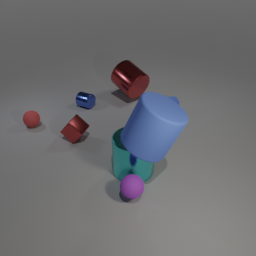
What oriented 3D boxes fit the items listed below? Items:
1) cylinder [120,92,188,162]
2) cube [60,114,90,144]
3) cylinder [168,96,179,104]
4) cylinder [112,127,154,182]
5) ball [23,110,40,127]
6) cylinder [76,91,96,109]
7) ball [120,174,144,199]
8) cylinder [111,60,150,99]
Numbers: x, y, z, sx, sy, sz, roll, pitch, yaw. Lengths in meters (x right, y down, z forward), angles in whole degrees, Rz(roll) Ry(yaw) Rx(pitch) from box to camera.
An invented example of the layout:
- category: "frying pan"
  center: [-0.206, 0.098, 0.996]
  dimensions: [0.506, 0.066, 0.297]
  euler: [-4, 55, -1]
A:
- category: "cylinder"
  center: [0.691, -0.029, 7.642]
  dimensions: [1.400, 1.400, 1.400]
  euler: [20, 32, -13]
- category: "cube"
  center: [-2.071, 0.036, 10.957]
  dimensions: [0.700, 0.700, 0.700]
  euler: [43, 35, -9]
- category: "cylinder"
  center: [1.876, -1.083, 12.879]
  dimensions: [0.700, 0.700, 0.700]
  euler: [-10, 32, -33]
- category: "cylinder"
  center: [0.182, 0.865, 9.199]
  dimensions: [1.400, 1.400, 1.400]
  euler: [0, 33, 0]
- category: "ball"
  center: [-4.081, -0.395, 11.846]
  dimensions: [0.700, 0.700, 0.700]
  euler: [0, 32, 0]
- category: "cylinder"
  center: [-2.023, -1.339, 13.410]
  dimensions: [0.700, 0.700, 0.700]
  euler: [17, 36, 25]
- category: "ball"
  center: [0.117, 1.684, 8.061]
  dimensions: [0.700, 0.700, 0.700]
  euler: [0, 32, 0]
- category: "cylinder"
  center: [0.111, -2.396, 13.809]
  dimensions: [1.400, 1.400, 1.400]
  euler: [-26, 58, -35]
